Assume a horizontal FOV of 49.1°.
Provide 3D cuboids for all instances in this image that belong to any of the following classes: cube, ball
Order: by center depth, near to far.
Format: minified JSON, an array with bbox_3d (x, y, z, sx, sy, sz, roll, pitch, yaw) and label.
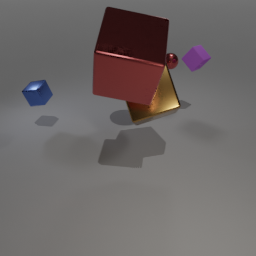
[{"bbox_3d":[0.035,-1.555,6.234,1.400,1.400,1.400,11,60,-3],"label":"cube"},{"bbox_3d":[0.631,-0.975,8.312,1.400,1.400,1.400,-18,-4,4],"label":"cube"},{"bbox_3d":[-3.398,-1.310,10.548,0.700,0.700,0.700,-4,39,21],"label":"cube"},{"bbox_3d":[2.718,-2.774,11.141,0.700,0.700,0.700,-27,78,-45],"label":"cube"},{"bbox_3d":[1.835,-2.893,12.128,0.700,0.700,0.700,0,29,0],"label":"ball"}]
